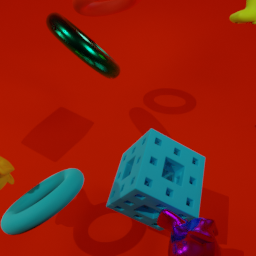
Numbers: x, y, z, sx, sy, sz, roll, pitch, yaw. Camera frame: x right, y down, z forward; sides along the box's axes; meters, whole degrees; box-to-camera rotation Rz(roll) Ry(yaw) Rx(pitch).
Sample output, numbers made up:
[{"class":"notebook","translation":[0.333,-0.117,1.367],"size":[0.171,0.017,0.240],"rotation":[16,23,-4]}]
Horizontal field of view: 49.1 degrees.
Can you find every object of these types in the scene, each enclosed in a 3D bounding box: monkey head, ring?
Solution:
[{"class":"monkey head","translation":[2.395,-2.365,5.085],"size":[1.071,0.897,1.488],"rotation":[-9,15,-7]},{"class":"monkey head","translation":[-2.515,0.688,4.905],"size":[1.269,0.765,0.913],"rotation":[11,44,-49]},{"class":"ring","translation":[-0.885,-1.669,5.757],"size":[0.362,1.811,1.811],"rotation":[-49,61,11]},{"class":"monkey head","translation":[0.803,1.689,4.040],"size":[1.025,1.425,0.858],"rotation":[26,34,16]},{"class":"ring","translation":[-1.457,1.228,4.856],"size":[1.562,1.562,0.312],"rotation":[-36,102,-23]},{"class":"ring","translation":[-0.429,-2.761,6.021],"size":[1.548,1.548,0.310],"rotation":[-12,98,-9]}]

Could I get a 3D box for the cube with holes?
[{"class":"cube with holes","translation":[0.513,0.994,5.160],"size":[1.191,1.191,1.191],"rotation":[28,53,-12]}]
